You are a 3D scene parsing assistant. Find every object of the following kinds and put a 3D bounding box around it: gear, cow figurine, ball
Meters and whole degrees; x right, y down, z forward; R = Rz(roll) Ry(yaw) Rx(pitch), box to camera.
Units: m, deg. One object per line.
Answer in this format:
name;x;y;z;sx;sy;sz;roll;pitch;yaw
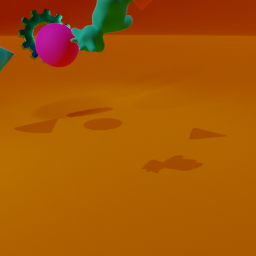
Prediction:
gear;-2.502;-2.788;8.560;1.560;1.560;0.288;-10;7;-25
cow figurine;-0.412;-1.745;4.507;1.062;1.079;0.592;-34;70;-27
ball;-1.868;-2.187;7.442;1.126;1.126;1.126;0;20;0

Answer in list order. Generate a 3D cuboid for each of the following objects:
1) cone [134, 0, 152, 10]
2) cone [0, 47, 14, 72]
cone;0.594;-3.077;5.789;0.961;0.958;0.958;-10;16;22
cone;-3.536;-1.936;7.614;1.207;1.207;1.212;9;24;22
